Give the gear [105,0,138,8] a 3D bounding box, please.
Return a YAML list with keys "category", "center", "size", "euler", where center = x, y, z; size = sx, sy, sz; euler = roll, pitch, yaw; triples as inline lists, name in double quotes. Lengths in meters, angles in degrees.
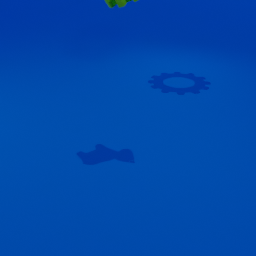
- category: "gear"
  center: [0.140, -4.116, 7.841]
  size: [1.895, 0.351, 1.895]
  euler: [-19, 44, 20]
